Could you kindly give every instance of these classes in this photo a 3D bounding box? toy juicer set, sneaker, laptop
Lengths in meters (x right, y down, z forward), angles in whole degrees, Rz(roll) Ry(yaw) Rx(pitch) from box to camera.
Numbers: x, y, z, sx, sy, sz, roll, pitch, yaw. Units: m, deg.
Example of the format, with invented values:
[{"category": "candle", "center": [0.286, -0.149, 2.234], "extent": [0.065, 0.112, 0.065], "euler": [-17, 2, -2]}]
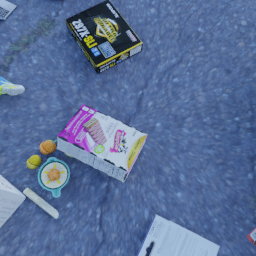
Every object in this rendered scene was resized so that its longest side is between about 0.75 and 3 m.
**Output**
[{"category": "toy juicer set", "center": [-2.190, 1.215, 7.489], "extent": [1.314, 0.562, 2.066], "euler": [14, 70, 5]}, {"category": "sneaker", "center": [-3.740, -1.327, 8.513], "extent": [1.188, 0.450, 0.624], "euler": [-4, 69, 0]}, {"category": "laptop", "center": [-4.630, -4.166, 9.466], "extent": [1.079, 0.668, 1.152], "euler": [28, 72, 10]}]

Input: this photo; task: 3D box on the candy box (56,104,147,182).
[{"category": "candy box", "center": [-0.678, 0.362, 7.506], "extent": [2.027, 0.618, 1.382], "euler": [26, 50, 6]}]

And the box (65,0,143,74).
[{"category": "box", "center": [-0.795, -3.006, 9.115], "extent": [1.695, 0.524, 2.123], "euler": [-30, 72, -9]}]

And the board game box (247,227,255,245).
[{"category": "board game box", "center": [3.809, 2.427, 6.206], "extent": [2.438, 0.237, 1.255], "euler": [31, 105, -26]}]

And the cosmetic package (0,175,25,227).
[{"category": "cosmetic package", "center": [-4.112, 1.861, 6.524], "extent": [1.894, 1.905, 2.277], "euler": [36, 74, 12]}]

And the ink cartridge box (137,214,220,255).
[{"category": "ink cartridge box", "center": [1.098, 3.282, 6.822], "extent": [1.746, 0.378, 1.714], "euler": [25, 72, 11]}]
